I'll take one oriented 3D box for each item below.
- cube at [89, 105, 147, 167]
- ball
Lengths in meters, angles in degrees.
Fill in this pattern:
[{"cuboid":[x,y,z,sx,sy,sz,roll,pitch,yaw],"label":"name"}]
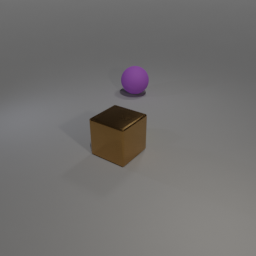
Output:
[{"cuboid":[-0.312,0.218,9.576,1.400,1.400,1.400,19,34,30],"label":"cube"},{"cuboid":[0.350,-2.422,14.158,1.400,1.400,1.400,0,29,0],"label":"ball"}]
